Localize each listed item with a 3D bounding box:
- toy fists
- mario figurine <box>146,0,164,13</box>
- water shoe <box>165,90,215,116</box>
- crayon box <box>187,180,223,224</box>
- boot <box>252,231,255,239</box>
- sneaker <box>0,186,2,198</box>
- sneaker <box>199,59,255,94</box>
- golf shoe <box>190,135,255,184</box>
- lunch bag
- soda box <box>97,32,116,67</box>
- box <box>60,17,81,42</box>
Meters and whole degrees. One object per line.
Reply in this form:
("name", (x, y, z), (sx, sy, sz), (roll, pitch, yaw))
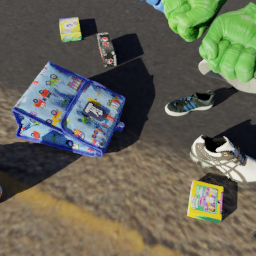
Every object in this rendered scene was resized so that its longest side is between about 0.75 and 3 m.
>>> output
("toy fists", (1.801, -2.167, 5.798), (2.790, 1.422, 0.959), (50, 27, 14))
("mario figurine", (1.347, -3.953, 8.598), (2.346, 1.243, 1.448), (26, 55, -14))
("water shoe", (1.984, -0.878, 9.016), (1.645, 0.649, 0.588), (-13, 52, -10))
("crayon box", (1.955, 1.847, 7.060), (0.783, 0.265, 0.908), (11, 52, 11))
("boot", (3.382, 2.697, 6.302), (0.949, 0.362, 0.797), (2, 47, -6))
("sneaker", (-4.352, 0.938, 7.035), (2.568, 1.439, 0.996), (22, 54, 17))
("sneaker", (4.004, -2.270, 9.979), (2.368, 0.900, 1.711), (32, 61, 25))
("golf shoe", (2.741, 0.798, 7.460), (2.098, 0.991, 0.816), (16, 52, 11))
("lunch bag", (-1.533, -0.405, 8.442), (2.910, 1.369, 2.191), (20, 52, 0))
("soda box", (-0.831, -3.043, 10.838), (0.485, 0.541, 1.530), (-11, 52, -6))
("box", (-2.447, -4.167, 11.889), (0.840, 0.346, 1.432), (-10, 53, -7))
